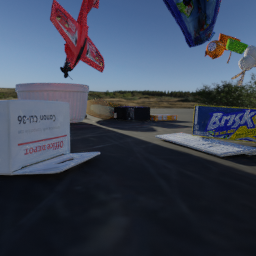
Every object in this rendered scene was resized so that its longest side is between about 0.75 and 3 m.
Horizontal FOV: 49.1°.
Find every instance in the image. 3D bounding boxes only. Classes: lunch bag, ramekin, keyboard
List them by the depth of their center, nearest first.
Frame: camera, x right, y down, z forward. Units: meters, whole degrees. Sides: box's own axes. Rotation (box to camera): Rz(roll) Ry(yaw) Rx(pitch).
[{"bbox_3d":[1.078,-2.827,4.102,1.343,2.149,2.855,0,-29,23],"label":"lunch bag"},{"bbox_3d":[1.123,0.227,4.568,0.603,0.114,2.144,1,4,-17],"label":"keyboard"},{"bbox_3d":[-2.831,-0.926,10.655,2.690,1.412,2.690,0,4,0],"label":"ramekin"}]

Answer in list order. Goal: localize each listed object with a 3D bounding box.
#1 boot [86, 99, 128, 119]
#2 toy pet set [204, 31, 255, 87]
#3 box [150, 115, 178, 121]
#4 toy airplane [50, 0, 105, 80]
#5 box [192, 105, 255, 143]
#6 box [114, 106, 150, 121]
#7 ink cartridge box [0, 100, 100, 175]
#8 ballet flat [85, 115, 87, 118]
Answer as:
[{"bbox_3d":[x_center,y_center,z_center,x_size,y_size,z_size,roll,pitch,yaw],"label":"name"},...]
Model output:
[{"bbox_3d":[-1.273,-0.821,13.583,2.597,0.914,1.859,1,-2,-33],"label":"boot"},{"bbox_3d":[2.902,-0.615,5.578,2.743,1.560,2.938,-3,33,-40],"label":"toy pet set"},{"bbox_3d":[1.524,-0.458,12.109,1.247,0.259,0.742,0,4,-26],"label":"box"},{"bbox_3d":[-1.152,-2.609,7.014,0.534,2.904,2.904,15,10,19],"label":"toy airplane"},{"bbox_3d":[1.979,-0.051,4.600,1.721,0.553,0.603,6,3,28],"label":"box"},{"bbox_3d":[0.152,-0.644,12.257,1.094,0.611,1.550,1,4,-24],"label":"box"},{"bbox_3d":[-1.498,0.040,3.231,2.132,0.720,1.242,1,5,14],"label":"ink cartridge box"},{"bbox_3d":[-2.418,-0.555,13.938,0.753,0.214,0.250,-4,36,1],"label":"ballet flat"}]
